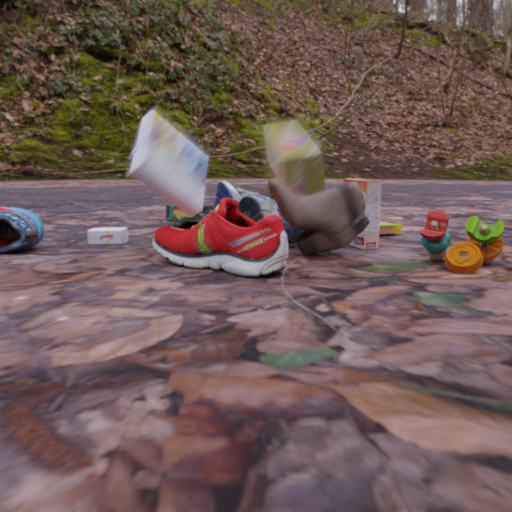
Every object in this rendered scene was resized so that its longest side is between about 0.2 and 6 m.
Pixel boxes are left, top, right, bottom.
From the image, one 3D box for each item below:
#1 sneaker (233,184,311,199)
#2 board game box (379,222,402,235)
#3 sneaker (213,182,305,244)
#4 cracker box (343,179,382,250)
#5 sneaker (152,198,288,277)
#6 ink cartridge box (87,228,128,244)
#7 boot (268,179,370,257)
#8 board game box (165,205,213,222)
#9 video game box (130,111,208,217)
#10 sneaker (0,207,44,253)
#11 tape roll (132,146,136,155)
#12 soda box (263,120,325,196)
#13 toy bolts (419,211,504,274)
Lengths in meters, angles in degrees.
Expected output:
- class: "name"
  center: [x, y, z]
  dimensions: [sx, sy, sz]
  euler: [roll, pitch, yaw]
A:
- class: "sneaker"
  center: [0.577, -2.016, 20.752]
  dimensions: [3.225, 1.136, 1.218]
  euler: [-1, 31, 5]
- class: "board game box"
  center: [2.545, -0.696, 14.582]
  dimensions: [2.204, 0.330, 1.053]
  euler: [0, 7, -16]
- class: "sneaker"
  center: [-0.013, -0.884, 13.620]
  dimensions: [1.547, 1.399, 3.631]
  euler: [6, 14, -25]
- class: "cracker box"
  center: [2.359, -0.962, 12.643]
  dimensions: [0.439, 1.520, 1.018]
  euler: [-4, 11, -20]
- class: "sneaker"
  center: [-0.666, -0.434, 10.348]
  dimensions: [3.032, 1.287, 1.167]
  euler: [7, 12, 35]
- class: "ink cartridge box"
  center: [-3.510, -0.480, 13.305]
  dimensions: [0.820, 0.342, 0.595]
  euler: [0, 10, 1]
- class: "boot"
  center: [1.334, -0.997, 11.156]
  dimensions: [1.610, 2.203, 0.774]
  euler: [-31, 39, -1]
- class: "board game box"
  center: [0.061, -1.230, 16.411]
  dimensions: [4.897, 0.574, 2.565]
  euler: [1, 7, 6]
- class: "video game box"
  center: [-1.614, -1.756, 10.735]
  dimensions: [0.373, 1.450, 1.592]
  euler: [-21, -41, 33]
- class: "sneaker"
  center: [-6.031, -0.575, 11.665]
  dimensions: [2.869, 1.138, 1.371]
  euler: [-2, 12, -9]
- class: "tape roll"
  center: [-2.061, -1.962, 11.192]
  dimensions: [0.812, 0.266, 0.812]
  euler: [34, 14, -10]
- class: "soda box"
  center: [0.797, -2.229, 12.528]
  dimensions: [0.862, 0.912, 2.693]
  euler: [-10, 29, -3]
- class: "toy bolts"
  center: [3.744, -0.066, 10.505]
  dimensions: [1.450, 1.006, 1.385]
  euler: [19, 60, 34]
